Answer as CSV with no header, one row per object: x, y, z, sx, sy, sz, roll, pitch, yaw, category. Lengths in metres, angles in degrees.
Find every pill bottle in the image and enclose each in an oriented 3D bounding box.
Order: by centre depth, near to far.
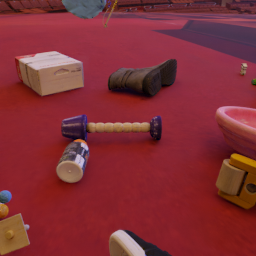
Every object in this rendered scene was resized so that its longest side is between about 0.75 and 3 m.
-1.126,0.640,5.941,0.548,0.548,1.031,1,27,2,pill bottle

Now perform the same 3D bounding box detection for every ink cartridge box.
-3.123,-2.221,11.073,1.824,1.030,2.485,-18,32,-32,ink cartridge box

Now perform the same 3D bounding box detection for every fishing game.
-1.376,-4.023,8.609,2.023,1.449,0.314,20,-10,-15,fishing game

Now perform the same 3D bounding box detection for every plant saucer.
3.257,0.218,6.157,2.735,0.693,2.735,9,18,-3,plant saucer

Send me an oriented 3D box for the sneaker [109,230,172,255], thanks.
0.759,1.889,3.393,1.153,0.753,2.061,-17,39,-36,sneaker

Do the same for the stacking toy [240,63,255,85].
5.823,-2.267,11.798,1.572,0.490,2.085,2,27,3,stacking toy

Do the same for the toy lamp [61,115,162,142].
-0.415,0.013,7.096,2.476,0.721,0.721,2,27,-3,toy lamp

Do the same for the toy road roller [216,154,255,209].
2.362,0.977,5.084,1.285,0.790,0.938,22,22,28,toy road roller

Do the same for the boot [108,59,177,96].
0.635,-2.151,11.030,1.964,1.041,2.983,12,25,29,boot

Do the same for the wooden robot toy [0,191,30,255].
-2.481,1.436,4.353,2.512,1.107,1.140,3,-8,7,wooden robot toy
